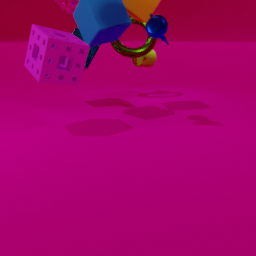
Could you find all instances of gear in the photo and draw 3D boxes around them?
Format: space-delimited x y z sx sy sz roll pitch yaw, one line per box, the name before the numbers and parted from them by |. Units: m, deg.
gear | -2.281 -4.701 9.749 0.277 1.499 1.499 -45 36 -15

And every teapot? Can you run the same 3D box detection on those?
teapot | 0.914 -2.962 8.357 0.685 1.101 0.539 -30 -9 26

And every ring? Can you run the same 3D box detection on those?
ring | 0.218 -3.933 11.932 2.061 2.061 0.412 -1 -15 -2

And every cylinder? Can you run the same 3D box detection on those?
cylinder | 0.717 -3.195 12.721 0.825 0.825 0.825 -8 19 -40

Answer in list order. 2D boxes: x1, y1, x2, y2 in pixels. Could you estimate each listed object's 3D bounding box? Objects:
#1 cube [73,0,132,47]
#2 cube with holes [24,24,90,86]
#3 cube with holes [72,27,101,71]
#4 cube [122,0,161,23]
cube | -0.836 -3.459 8.872 1.209 1.209 1.209 -24 0 -27
cube with holes | -1.978 -1.978 7.714 1.182 1.182 1.182 0 31 -40
cube with holes | -1.903 -2.942 10.756 1.082 1.082 1.082 31 -12 -22
cube | 0.308 -4.479 9.531 1.187 1.187 1.187 27 16 -29
